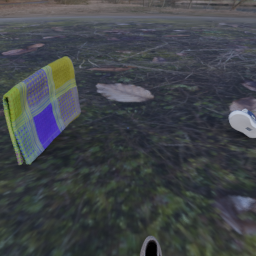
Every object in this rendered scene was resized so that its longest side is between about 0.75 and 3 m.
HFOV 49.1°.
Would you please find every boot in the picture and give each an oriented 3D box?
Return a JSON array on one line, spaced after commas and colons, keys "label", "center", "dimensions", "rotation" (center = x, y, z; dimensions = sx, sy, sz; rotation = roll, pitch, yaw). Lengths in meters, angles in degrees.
[{"label": "boot", "center": [0.274, 1.472, 3.223], "dimensions": [0.292, 0.609, 0.832], "rotation": [-2, 36, 3]}, {"label": "boot", "center": [2.806, -0.237, 6.853], "dimensions": [0.462, 1.269, 0.573], "rotation": [-30, 46, 32]}]

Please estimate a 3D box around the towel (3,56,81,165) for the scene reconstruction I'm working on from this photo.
[{"label": "towel", "center": [-1.835, -0.498, 6.499], "dimensions": [0.283, 1.782, 2.482], "rotation": [9, 32, 18]}]
